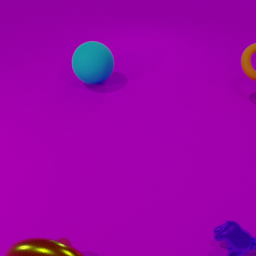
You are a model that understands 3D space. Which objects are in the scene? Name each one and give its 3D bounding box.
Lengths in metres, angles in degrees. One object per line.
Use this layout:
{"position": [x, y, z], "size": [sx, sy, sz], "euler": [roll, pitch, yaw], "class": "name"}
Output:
{"position": [2.086, 1.952, 4.949], "size": [0.889, 0.875, 0.488], "euler": [52, 17, 2], "class": "cow figurine"}
{"position": [-1.087, -2.027, 8.770], "size": [1.304, 1.304, 1.304], "euler": [0, 43, 0], "class": "ball"}
{"position": [3.995, -1.834, 7.681], "size": [1.565, 1.465, 0.723], "euler": [-37, 41, 21], "class": "knot shape"}
{"position": [-0.999, 2.330, 4.002], "size": [0.928, 1.879, 2.008], "euler": [-23, 93, -25], "class": "knot shape"}
